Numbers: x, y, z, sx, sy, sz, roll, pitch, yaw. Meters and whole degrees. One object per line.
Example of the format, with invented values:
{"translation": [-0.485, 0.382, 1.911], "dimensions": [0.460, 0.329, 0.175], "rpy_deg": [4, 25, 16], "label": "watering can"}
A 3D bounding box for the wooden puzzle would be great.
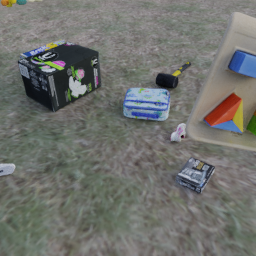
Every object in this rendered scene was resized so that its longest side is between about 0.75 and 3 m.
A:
{"translation": [2.835, -0.758, 6.033], "dimensions": [2.529, 2.730, 0.632], "rpy_deg": [11, 20, -18], "label": "wooden puzzle"}

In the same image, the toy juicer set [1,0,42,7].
{"translation": [-3.078, -3.673, 7.942], "dimensions": [1.094, 0.298, 0.696], "rpy_deg": [-7, 19, 3], "label": "toy juicer set"}

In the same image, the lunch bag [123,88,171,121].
{"translation": [0.725, -0.916, 10.617], "dimensions": [1.739, 0.717, 1.398], "rpy_deg": [7, 41, 10], "label": "lunch bag"}

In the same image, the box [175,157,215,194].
{"translation": [1.948, 1.335, 8.073], "dimensions": [0.788, 0.249, 0.999], "rpy_deg": [23, 44, 28], "label": "box"}

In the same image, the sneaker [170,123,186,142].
{"translation": [1.792, 0.193, 9.500], "dimensions": [0.387, 0.357, 0.877], "rpy_deg": [23, 52, 25], "label": "sneaker"}

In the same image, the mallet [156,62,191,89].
{"translation": [2.154, -2.580, 12.983], "dimensions": [0.933, 0.583, 2.833], "rpy_deg": [13, 34, 22], "label": "mallet"}

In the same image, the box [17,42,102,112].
{"translation": [-2.690, -2.207, 11.479], "dimensions": [1.961, 1.641, 2.640], "rpy_deg": [28, 46, 31], "label": "box"}

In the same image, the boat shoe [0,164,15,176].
{"translation": [-3.832, 1.224, 8.206], "dimensions": [1.016, 0.360, 0.355], "rpy_deg": [-11, 12, -8], "label": "boat shoe"}

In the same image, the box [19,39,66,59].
{"translation": [-3.988, -3.575, 13.918], "dimensions": [0.891, 0.818, 2.544], "rpy_deg": [27, 45, 30], "label": "box"}
